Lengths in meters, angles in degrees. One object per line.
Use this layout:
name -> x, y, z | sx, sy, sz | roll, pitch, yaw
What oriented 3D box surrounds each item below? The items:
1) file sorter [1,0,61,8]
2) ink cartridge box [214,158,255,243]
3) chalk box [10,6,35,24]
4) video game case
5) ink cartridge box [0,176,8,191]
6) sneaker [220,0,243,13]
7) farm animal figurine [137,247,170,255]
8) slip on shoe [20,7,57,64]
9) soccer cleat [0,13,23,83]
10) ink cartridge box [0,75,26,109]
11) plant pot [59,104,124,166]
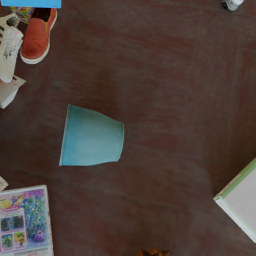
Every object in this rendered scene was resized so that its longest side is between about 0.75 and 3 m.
file sorter -> -2.410, -3.633, 6.848 | 1.403, 0.973, 0.860 | -7, 52, -20
ink cartridge box -> 3.963, 2.160, 7.025 | 2.087, 0.688, 2.868 | -38, 72, -14
chalk box -> -3.653, -4.061, 9.689 | 0.860, 0.533, 0.537 | 26, 69, 10
video game case -> -3.133, 2.706, 6.755 | 2.514, 0.298, 2.289 | -8, 80, -4
ink cartridge box -> -3.872, 1.609, 7.395 | 0.765, 0.432, 1.044 | 38, 72, 14
sneaker -> 3.506, -4.567, 9.903 | 0.546, 0.647, 1.479 | 11, 43, -22
farm animal figurine -> 0.751, 3.769, 6.196 | 1.990, 1.049, 2.012 | -43, 59, 3
slip on shoe -> -2.976, -3.233, 9.231 | 0.920, 0.760, 2.484 | 11, 69, 3
soccer cleat -> -3.802, -2.569, 8.769 | 1.109, 0.893, 2.604 | -23, 60, 11
ink cartridge box -> -3.885, -1.221, 8.725 | 0.919, 0.271, 1.147 | 25, 54, 11
plant pot -> -0.942, 0.274, 7.436 | 1.512, 1.609, 1.609 | 8, 67, -13
